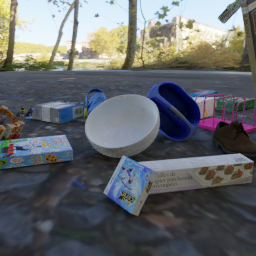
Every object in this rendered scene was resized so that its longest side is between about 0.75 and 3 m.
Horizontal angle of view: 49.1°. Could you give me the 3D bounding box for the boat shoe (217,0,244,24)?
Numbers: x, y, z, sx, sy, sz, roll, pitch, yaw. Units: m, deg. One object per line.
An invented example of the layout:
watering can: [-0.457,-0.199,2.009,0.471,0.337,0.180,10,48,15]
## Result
boat shoe: [3.681,-4.249,10.009,0.349,1.126,0.406,26,41,-15]

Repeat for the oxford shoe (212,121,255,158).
oxford shoe: [3.131,0.285,8.157,0.779,0.905,2.144,-2,17,-15]

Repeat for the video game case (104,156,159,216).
video game case: [0.035,1.065,5.358,0.216,0.860,0.949,32,-8,-38]

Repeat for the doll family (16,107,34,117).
doll family: [-4.738,-0.778,13.179,1.023,0.402,0.592,-5,11,-36]

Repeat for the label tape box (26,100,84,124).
label tape box: [-3.315,-0.788,12.538,2.179,0.690,1.571,9,17,29]

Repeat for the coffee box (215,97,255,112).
coffee box: [5.544,-1.275,14.754,2.200,0.484,1.352,-13,19,-41]

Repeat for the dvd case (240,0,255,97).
dvd case: [3.683,-2.251,7.566,0.209,2.619,1.948,1,29,44]

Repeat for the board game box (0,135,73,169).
board game box: [-2.661,0.631,7.846,2.006,0.367,1.517,-4,15,-19]

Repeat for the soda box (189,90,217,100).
soda box: [4.205,-1.649,15.704,0.674,0.712,2.100,14,20,41]

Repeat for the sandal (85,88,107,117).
sandal: [-1.241,-0.902,11.860,1.190,1.304,2.994,-4,17,-22]

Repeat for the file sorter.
file sorter: [3.695,-0.606,10.773,1.385,1.250,1.993,-12,19,-35]

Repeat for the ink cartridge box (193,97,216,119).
ink cartridge box: [2.924,-0.870,12.447,2.332,0.785,1.366,-15,14,-42]

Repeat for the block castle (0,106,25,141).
block castle: [-4.189,-0.017,8.550,1.188,0.834,1.778,37,18,13]

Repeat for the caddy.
caddy: [1.421,-0.559,9.295,2.157,1.525,1.132,40,-3,-19]

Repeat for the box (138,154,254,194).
box: [1.394,0.992,6.162,2.753,0.533,0.570,-4,15,-13]

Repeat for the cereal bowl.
cereal bowl: [-0.097,0.035,8.253,2.191,0.912,2.191,-9,44,9]
